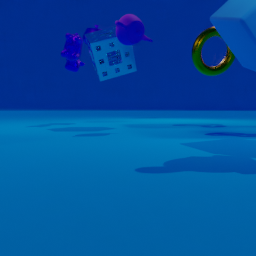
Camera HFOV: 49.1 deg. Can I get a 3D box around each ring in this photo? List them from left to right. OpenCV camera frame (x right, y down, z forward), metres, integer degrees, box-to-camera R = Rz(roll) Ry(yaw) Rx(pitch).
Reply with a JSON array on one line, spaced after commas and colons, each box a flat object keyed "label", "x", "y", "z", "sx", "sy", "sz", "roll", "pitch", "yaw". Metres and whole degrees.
[{"label": "ring", "x": 3.340, "y": -2.947, "z": 10.833, "sx": 1.864, "sy": 1.864, "sz": 0.373, "roll": -1, "pitch": 19, "yaw": -13}]

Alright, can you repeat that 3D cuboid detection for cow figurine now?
[{"label": "cow figurine", "x": -2.002, "y": -2.792, "z": 10.376, "sx": 0.768, "sy": 1.400, "sz": 1.377, "roll": 15, "pitch": 12, "yaw": 1}]

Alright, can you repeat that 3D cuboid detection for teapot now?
[{"label": "teapot", "x": -1.364, "y": -3.857, "z": 11.678, "sx": 1.069, "sy": 0.842, "sz": 1.719, "roll": 0, "pitch": 16, "yaw": -28}, {"label": "teapot", "x": 0.125, "y": -2.382, "z": 6.922, "sx": 1.196, "sy": 0.744, "sz": 0.586, "roll": 11, "pitch": 17, "yaw": -45}]

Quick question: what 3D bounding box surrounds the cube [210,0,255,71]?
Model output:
[{"label": "cube", "x": 2.479, "y": -1.832, "z": 4.836, "sx": 1.286, "sy": 1.286, "sz": 1.286, "roll": -41, "pitch": 21, "yaw": 11}]

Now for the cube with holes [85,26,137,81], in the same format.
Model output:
[{"label": "cube with holes", "x": -0.542, "y": -2.328, "z": 8.626, "sx": 1.170, "sy": 1.170, "sz": 1.170, "roll": -18, "pitch": 33, "yaw": -7}]
